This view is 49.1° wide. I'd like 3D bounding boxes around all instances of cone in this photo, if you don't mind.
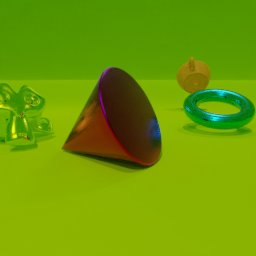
[{"bbox_3d":[-0.530,0.082,4.536,1.574,1.568,1.568,-24,-2,28],"label":"cone"}]

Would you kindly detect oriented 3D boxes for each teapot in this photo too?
[{"bbox_3d":[2.414,-1.715,10.163,1.226,1.972,0.965,-11,42,11],"label":"teapot"}]

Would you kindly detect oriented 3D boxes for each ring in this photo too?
[{"bbox_3d":[2.160,-0.489,6.703,1.659,0.332,1.659,-2,33,1],"label":"ring"}]

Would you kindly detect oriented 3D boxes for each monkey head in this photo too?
[{"bbox_3d":[-2.246,-0.091,5.407,1.962,1.412,1.182,1,-33,-36],"label":"monkey head"}]
